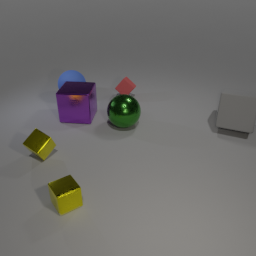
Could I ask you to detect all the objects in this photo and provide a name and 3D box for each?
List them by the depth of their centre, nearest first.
[{"bbox_3d":[-1.756,1.874,7.872,0.700,0.700,0.700,-20,36,-30],"label":"cube"},{"bbox_3d":[-3.033,0.567,9.647,0.700,0.700,0.700,29,69,15],"label":"cube"},{"bbox_3d":[4.406,-0.727,11.248,1.400,1.400,1.400,11,17,21],"label":"cube"},{"bbox_3d":[-0.168,-0.693,11.536,1.400,1.400,1.400,0,30,0],"label":"ball"},{"bbox_3d":[-2.198,-1.133,12.283,1.400,1.400,1.400,3,31,5],"label":"cube"},{"bbox_3d":[-0.114,-2.033,13.910,0.700,0.700,0.700,43,20,-5],"label":"cube"},{"bbox_3d":[-2.798,-2.187,14.031,1.400,1.400,1.400,0,30,0],"label":"ball"}]
